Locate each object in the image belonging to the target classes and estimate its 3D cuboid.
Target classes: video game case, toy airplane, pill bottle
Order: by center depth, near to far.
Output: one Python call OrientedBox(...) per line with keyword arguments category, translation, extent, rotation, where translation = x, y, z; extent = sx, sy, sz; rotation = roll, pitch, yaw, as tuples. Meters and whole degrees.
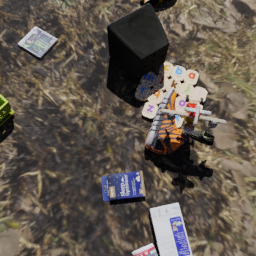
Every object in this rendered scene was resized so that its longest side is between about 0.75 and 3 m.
OrientedBox(category="pill bottle", translation=(0.717, 4.544, 9.093), extent=(0.780, 0.780, 1.305), rotation=(-21, 69, -8))
OrientedBox(category="toy airplane", translation=(2.230, -0.358, 9.649), extent=(1.755, 1.244, 1.763), rotation=(-5, 24, -39))
OrientedBox(category="video game case", translation=(-4.144, -3.947, 12.886), extent=(1.365, 0.159, 1.241), rotation=(32, 72, 12))

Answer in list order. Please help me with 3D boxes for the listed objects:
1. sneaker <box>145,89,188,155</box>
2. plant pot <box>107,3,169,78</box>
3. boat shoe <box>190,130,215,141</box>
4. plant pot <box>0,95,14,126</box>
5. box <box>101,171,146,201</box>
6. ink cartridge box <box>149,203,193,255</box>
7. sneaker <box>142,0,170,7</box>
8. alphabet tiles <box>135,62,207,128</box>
OrientedBox(category="sneaker", translation=(1.719, -0.165, 10.921), extent=(1.435, 0.994, 2.562), rotation=(21, 87, 0))
OrientedBox(category="plant pot", translation=(0.547, -3.409, 11.654), extent=(2.092, 2.087, 1.856), rotation=(-33, 74, -12))
OrientedBox(category="boat shoe", translation=(2.961, 0.254, 11.089), extent=(0.981, 0.322, 0.350), rotation=(17, 69, 7))
OrientedBox(category="plant pot", translation=(-5.334, -0.731, 11.096), extent=(1.156, 1.054, 1.161), rotation=(37, 73, 14))
OrientedBox(category="box", translation=(-0.183, 2.150, 10.366), extent=(1.567, 0.254, 0.949), rotation=(-7, 68, -1))
OrientedBox(category="ink cartridge box", translation=(1.488, 3.766, 9.616), extent=(1.078, 0.425, 2.168), rotation=(-10, 67, -4))
OrientedBox(category="sneaker", translation=(1.511, -6.622, 13.693), extent=(1.914, 0.669, 0.861), rotation=(-25, 73, -7))
OrientedBox(category="alphabet tiles", translation=(1.811, -1.432, 11.835), extent=(2.842, 0.207, 2.780), rotation=(19, 71, 8))
